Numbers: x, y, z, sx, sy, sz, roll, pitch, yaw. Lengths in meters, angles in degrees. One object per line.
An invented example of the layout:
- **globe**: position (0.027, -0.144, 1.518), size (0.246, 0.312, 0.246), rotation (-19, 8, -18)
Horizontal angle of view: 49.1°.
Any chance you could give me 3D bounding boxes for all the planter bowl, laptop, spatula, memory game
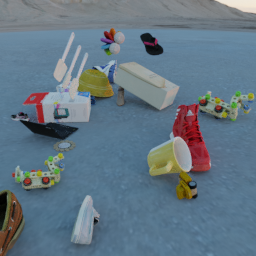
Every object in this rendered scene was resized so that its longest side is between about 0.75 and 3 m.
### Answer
- **planter bowl**: position (-1.853, -2.634, 15.537), size (2.407, 1.003, 2.407), rotation (14, 22, -6)
- **laptop**: position (-3.049, -0.131, 11.003), size (1.499, 0.873, 1.691), rotation (12, 28, 22)
- **spatula**: position (-2.240, -2.568, 11.336), size (0.192, 1.663, 2.392), rotation (1, 61, 25)
- **memory game**: position (-2.327, 0.656, 10.285), size (0.830, 0.053, 0.830), rotation (0, 26, 0)

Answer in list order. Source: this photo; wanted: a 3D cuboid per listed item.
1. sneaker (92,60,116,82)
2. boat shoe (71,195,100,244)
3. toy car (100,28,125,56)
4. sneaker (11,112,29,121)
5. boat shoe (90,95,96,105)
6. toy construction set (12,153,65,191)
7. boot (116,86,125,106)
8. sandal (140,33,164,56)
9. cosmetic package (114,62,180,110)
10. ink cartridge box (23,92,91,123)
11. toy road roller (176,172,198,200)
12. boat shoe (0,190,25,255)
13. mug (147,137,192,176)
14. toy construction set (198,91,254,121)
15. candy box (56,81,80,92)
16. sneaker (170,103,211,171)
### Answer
- **sneaker**: position (-1.576, -3.801, 18.521), size (1.619, 1.133, 2.803), rotation (2, 27, -1)
- **boat shoe**: position (-0.954, 2.182, 6.640), size (0.519, 0.509, 1.458), rotation (21, 22, -6)
- **toy car**: position (-0.890, -4.339, 14.015), size (1.003, 1.338, 1.171), rotation (22, 3, -32)
- **sneaker**: position (-4.795, -0.549, 12.463), size (0.894, 0.386, 0.359), rotation (6, 24, 14)
- **boat shoe**: position (-1.935, -1.494, 14.512), size (0.433, 0.353, 1.029), rotation (-9, 27, -19)
- **toy construction set**: position (-2.604, 1.303, 8.122), size (1.561, 0.719, 1.023), rotation (-11, 51, -7)
- **boot**: position (-0.386, -1.708, 14.370), size (0.413, 0.859, 1.175), rotation (1, 25, 2)
- **sandal**: position (0.999, -3.832, 12.498), size (0.688, 0.413, 1.831), rotation (-20, 51, -7)
- **cosmetic package**: position (0.913, -2.177, 14.053), size (2.906, 1.062, 1.504), rotation (32, 32, 20)
- **ink cartridge box**: position (-3.128, -0.964, 12.695), size (2.749, 0.924, 1.597), rotation (-1, 25, -2)
- **toy road roller**: position (1.533, 1.634, 7.736), size (0.566, 0.476, 0.775), rotation (-19, 30, -12)
- **boat shoe**: position (-2.919, 2.398, 5.432), size (1.066, 1.008, 2.964), rotation (-1, 25, -3)
- **mug**: position (1.112, 0.897, 8.390), size (1.086, 1.060, 1.323), rotation (-20, -21, 34)
- **toy construction set**: position (4.232, -1.155, 12.823), size (1.674, 1.176, 2.554), rotation (-42, 35, -22)
- **candy box**: position (-3.054, -2.185, 15.763), size (1.496, 0.535, 1.255), rotation (8, 26, 17)
- **sneaker**: position (2.052, 0.127, 9.512), size (1.122, 1.654, 2.864), rotation (-4, 25, -9)
